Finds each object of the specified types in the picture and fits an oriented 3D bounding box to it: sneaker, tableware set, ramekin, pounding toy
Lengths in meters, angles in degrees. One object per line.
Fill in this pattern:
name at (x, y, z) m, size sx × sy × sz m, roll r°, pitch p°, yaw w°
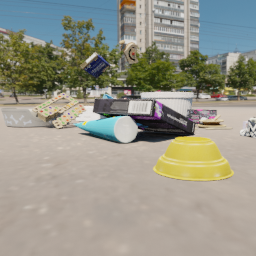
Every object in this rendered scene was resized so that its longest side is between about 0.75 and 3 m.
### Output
sneaker at (3.730, -0.039, 8.456) m, size 0.381 × 0.621 × 0.955 m, roll 0°, pitch 5°, yaw -4°
tableware set at (2.713, -0.261, 11.302) m, size 2.513 × 0.504 × 1.661 m, roll -1°, pitch 6°, yaw -6°
ramekin at (2.208, -1.227, 15.900) m, size 2.939 × 1.542 × 2.939 m, roll 1°, pitch 6°, yaw 0°
pounding toy at (0.082, -3.224, 11.570) m, size 0.610 × 1.067 × 0.612 m, roll -29°, pitch 39°, yaw -2°

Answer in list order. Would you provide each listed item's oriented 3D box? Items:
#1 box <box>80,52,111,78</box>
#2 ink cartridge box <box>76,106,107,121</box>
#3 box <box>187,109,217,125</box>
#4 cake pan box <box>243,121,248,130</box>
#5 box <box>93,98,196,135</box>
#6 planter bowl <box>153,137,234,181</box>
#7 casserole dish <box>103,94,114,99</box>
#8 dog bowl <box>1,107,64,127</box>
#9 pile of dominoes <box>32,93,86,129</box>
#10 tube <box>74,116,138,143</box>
box at (-1.448, -2.899, 13.297) m, size 0.946 × 0.253 × 1.562 m, roll -39°, pitch -23°, yaw 13°
ink cartridge box at (-1.827, -0.779, 15.185) m, size 1.345 × 0.789 × 1.837 m, roll 3°, pitch 4°, yaw 15°
box at (3.336, -0.497, 12.745) m, size 1.228 × 0.704 × 0.811 m, roll 2°, pitch 4°, yaw 6°
cake pan box at (4.918, -0.003, 9.218) m, size 1.488 × 0.423 × 1.616 m, roll -5°, pitch 7°, yaw -23°
box at (0.585, -0.301, 8.378) m, size 1.979 × 0.500 × 2.769 m, roll 5°, pitch -7°, yaw 37°
planter bowl at (1.014, 0.416, 4.391) m, size 1.232 × 0.513 × 1.232 m, roll 0°, pitch 6°, yaw 0°
casserole dish at (-0.634, -1.102, 15.479) m, size 1.350 × 0.432 × 2.228 m, roll 22°, pitch 19°, yaw -50°
dog bowl at (-4.172, -0.512, 12.448) m, size 2.688 × 0.788 × 2.688 m, roll 0°, pitch 6°, yaw 0°
pile of dominoes at (-2.763, -0.845, 11.564) m, size 1.571 × 0.321 × 2.016 m, roll 29°, pitch 41°, yaw 17°
tube at (-0.691, 0.016, 8.269) m, size 1.049 × 0.682 × 2.708 m, roll 18°, pitch -8°, yaw -29°
